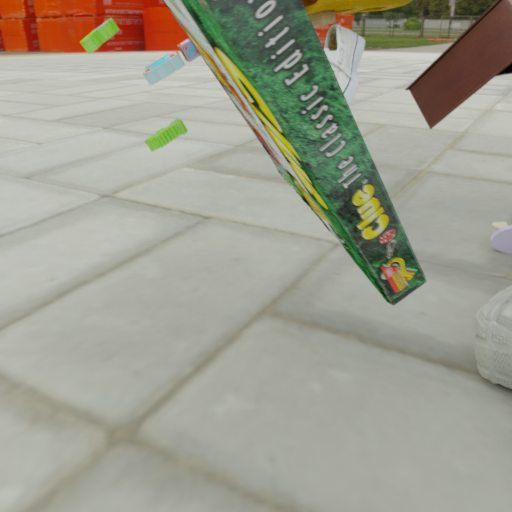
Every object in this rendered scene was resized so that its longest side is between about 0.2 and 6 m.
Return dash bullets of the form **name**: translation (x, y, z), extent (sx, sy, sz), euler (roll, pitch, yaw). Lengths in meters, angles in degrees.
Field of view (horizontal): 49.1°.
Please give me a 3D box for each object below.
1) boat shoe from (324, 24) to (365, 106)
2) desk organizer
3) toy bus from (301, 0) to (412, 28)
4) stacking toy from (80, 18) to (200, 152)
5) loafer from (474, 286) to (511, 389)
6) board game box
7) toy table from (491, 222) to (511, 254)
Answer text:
- **boat shoe**: translation (1.028, -2.659, 7.915), extent (0.769, 0.666, 1.803), euler (27, 60, -19)
- **desk organizer**: translation (3.503, -3.000, 8.843), extent (0.798, 0.857, 2.225), euler (-18, -13, -31)
- **toy bus**: translation (0.947, -4.112, 8.074), extent (2.856, 1.476, 2.695), euler (1, 19, 24)
- **stacking toy**: translation (-1.101, -3.287, 9.106), extent (2.816, 2.123, 0.662), euler (-34, 31, -1)
- **loafer**: translation (3.619, 0.427, 6.020), extent (3.409, 1.192, 1.190), euler (-31, 27, -35)
- **board game box**: translation (0.050, -1.283, 4.154), extent (0.500, 4.263, 2.233), euler (-40, 52, 3)
- **toy table**: translation (3.972, -0.371, 8.480), extent (0.794, 0.730, 0.465), euler (6, 40, 12)
